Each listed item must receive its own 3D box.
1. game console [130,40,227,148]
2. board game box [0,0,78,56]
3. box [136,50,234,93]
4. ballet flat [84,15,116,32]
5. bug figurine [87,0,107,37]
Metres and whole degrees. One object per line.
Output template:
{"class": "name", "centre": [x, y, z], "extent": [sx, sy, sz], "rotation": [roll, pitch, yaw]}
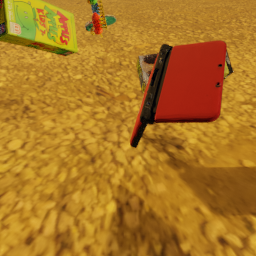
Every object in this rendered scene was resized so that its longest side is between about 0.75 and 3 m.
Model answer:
{"class": "game console", "centre": [0.894, -0.596, 5.209], "extent": [1.128, 1.638, 1.901], "rotation": [18, 57, 0]}
{"class": "board game box", "centre": [-2.237, -2.571, 7.014], "extent": [0.517, 1.102, 2.170], "rotation": [-8, -2, 33]}
{"class": "box", "centre": [1.545, -1.654, 7.771], "extent": [2.498, 0.626, 0.940], "rotation": [-11, 78, -8]}
{"class": "ballet flat", "centre": [-0.998, -3.752, 9.866], "extent": [1.168, 0.442, 0.373], "rotation": [-19, 50, -5]}
{"class": "bug figurine", "centre": [-1.156, -4.265, 9.713], "extent": [0.586, 1.766, 2.277], "rotation": [-9, 39, -2]}
